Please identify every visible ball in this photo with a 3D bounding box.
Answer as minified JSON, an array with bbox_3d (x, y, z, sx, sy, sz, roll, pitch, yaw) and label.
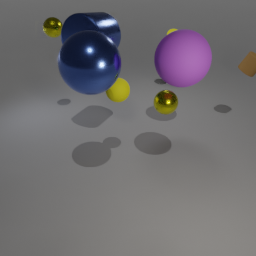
[{"bbox_3d":[-0.293,-1.084,8.014,0.700,0.700,0.700,0,30,0],"label":"ball"},{"bbox_3d":[1.072,-0.727,7.933,0.700,0.700,0.700,0,30,0],"label":"ball"},{"bbox_3d":[-2.689,-3.612,10.063,0.700,0.700,0.700,0,30,0],"label":"ball"},{"bbox_3d":[-0.846,-1.439,6.244,1.400,1.400,1.400,0,30,0],"label":"ball"},{"bbox_3d":[1.356,-1.719,6.975,1.400,1.400,1.400,0,30,0],"label":"ball"}]

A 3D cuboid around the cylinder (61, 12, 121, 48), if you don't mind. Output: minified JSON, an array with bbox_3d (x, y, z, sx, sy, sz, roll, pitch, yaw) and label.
[{"bbox_3d":[-1.130,-2.872,8.790,1.400,1.400,1.400,13,27,21],"label":"cylinder"}]

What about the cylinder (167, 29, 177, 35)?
[{"bbox_3d":[2.180,-4.319,13.603,0.700,0.700,0.700,1,72,-2],"label":"cylinder"}]

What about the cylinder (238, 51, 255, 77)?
[{"bbox_3d":[4.707,-2.431,10.675,0.700,0.700,0.700,21,37,-17],"label":"cylinder"}]
